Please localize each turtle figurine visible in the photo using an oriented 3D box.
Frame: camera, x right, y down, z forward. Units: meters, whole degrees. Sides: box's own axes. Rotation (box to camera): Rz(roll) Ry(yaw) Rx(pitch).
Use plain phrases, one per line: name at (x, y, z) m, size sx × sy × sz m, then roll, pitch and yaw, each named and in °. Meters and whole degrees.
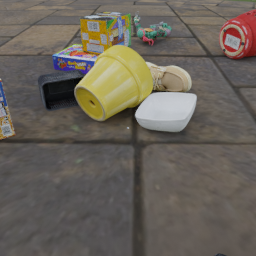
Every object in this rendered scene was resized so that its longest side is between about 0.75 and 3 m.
turtle figurine at (1.043, -4.741, 13.560) m, size 1.905 × 1.281 × 2.544 m, roll 31°, pitch 27°, yaw 20°

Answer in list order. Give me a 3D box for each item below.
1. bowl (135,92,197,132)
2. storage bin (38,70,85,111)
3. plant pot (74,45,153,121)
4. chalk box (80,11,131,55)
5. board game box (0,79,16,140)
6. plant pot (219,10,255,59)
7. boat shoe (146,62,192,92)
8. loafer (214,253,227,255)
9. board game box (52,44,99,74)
bowl at (0.985, -0.377, 7.120) m, size 1.374 × 0.513 × 1.372 m, roll 6°, pitch 36°, yaw 26°
storage bin at (-1.851, -1.106, 8.102) m, size 1.310 × 0.885 × 0.614 m, roll -14°, pitch 35°, yaw -22°
plant pot at (-0.465, -1.064, 7.415) m, size 1.701 × 1.701 × 1.601 m, roll 24°, pitch 55°, yaw 33°
chalk box at (-0.698, -3.752, 10.897) m, size 1.293 × 1.284 × 2.072 m, roll 17°, pitch 35°, yaw 28°
board game box at (-3.656, -0.225, 6.153) m, size 1.945 × 1.474 × 0.450 m, roll -20°, pitch 38°, yaw -30°
plant pot at (4.872, -3.838, 11.593) m, size 1.663 × 1.826 × 1.826 m, roll -21°, pitch 37°, yaw -25°
boat shoe at (0.931, -1.538, 8.913) m, size 0.818 × 0.872 × 2.365 m, roll -25°, pitch 31°, yaw -30°
loafer at (1.710, 2.052, 3.507) m, size 1.407 × 0.478 × 0.494 m, roll 28°, pitch 37°, yaw 30°
board game box at (-1.379, -2.652, 10.872) m, size 2.492 × 0.558 × 1.676 m, roll 11°, pitch 34°, yaw 17°
